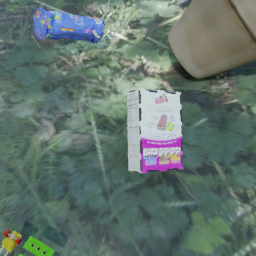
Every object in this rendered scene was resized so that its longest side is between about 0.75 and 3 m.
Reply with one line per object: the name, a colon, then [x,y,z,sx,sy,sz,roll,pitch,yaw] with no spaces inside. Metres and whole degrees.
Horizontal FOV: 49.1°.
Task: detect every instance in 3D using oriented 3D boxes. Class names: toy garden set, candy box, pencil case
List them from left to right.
toy garden set: [-2.145,2.683,5.307,1.080,0.258,1.295,24,71,15]
pencil case: [-1.610,-2.840,7.956,2.001,0.781,0.869,-9,45,-39]
candy box: [0.624,0.067,6.437,1.241,0.555,1.820,1,87,-34]

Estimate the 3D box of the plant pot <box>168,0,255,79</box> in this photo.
plant pot: [2.533,-2.650,7.518,2.796,2.426,2.796,29,45,-34]
